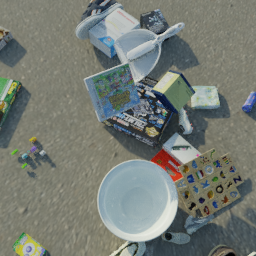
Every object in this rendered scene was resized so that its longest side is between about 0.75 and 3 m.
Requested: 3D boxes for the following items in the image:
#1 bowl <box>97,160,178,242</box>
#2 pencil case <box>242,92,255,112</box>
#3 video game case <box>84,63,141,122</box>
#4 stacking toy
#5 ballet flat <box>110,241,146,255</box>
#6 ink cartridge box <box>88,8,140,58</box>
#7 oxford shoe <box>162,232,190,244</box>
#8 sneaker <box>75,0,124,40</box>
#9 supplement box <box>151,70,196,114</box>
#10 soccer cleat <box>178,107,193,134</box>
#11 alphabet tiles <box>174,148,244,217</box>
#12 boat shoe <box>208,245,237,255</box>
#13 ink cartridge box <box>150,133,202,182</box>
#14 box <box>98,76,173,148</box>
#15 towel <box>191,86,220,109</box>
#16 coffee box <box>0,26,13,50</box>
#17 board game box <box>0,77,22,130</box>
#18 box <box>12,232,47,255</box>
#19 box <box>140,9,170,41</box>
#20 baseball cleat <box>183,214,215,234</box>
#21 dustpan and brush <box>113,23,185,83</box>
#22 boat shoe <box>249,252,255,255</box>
[{"bbox_3d":[0.325,2.607,9.974,2.749,1.236,2.749,0,66,0],"label":"bowl"},{"bbox_3d":[5.301,-1.135,12.109,0.390,0.434,1.000,28,67,24],"label":"pencil case"},{"bbox_3d":[-0.493,-1.243,9.671,1.705,0.188,1.552,-26,110,-22],"label":"video game case"},{"bbox_3d":[-3.978,1.001,11.260,1.138,0.267,0.858,-39,70,-14],"label":"stacking toy"},{"bbox_3d":[-0.437,4.570,9.326,2.525,0.906,0.906,-42,72,-16],"label":"ballet flat"},{"bbox_3d":[-0.623,-4.566,13.412,1.484,0.869,2.053,42,74,17],"label":"ink cartridge box"},{"bbox_3d":[1.704,3.884,9.922,1.017,0.294,0.382,7,63,1],"label":"oxford shoe"},{"bbox_3d":[-1.633,-5.397,13.651,1.185,1.170,2.984,42,61,12],"label":"sneaker"},{"bbox_3d":[1.446,-1.158,8.923,0.952,0.953,0.639,-49,35,-3],"label":"supplement box"},{"bbox_3d":[2.303,-0.336,11.762,0.494,0.441,1.273,-18,70,-5],"label":"soccer cleat"},{"bbox_3d":[3.082,2.047,10.588,2.510,0.079,2.088,-26,83,-11],"label":"alphabet tiles"},{"bbox_3d":[2.632,5.005,9.007,1.035,1.018,2.778,30,69,13],"label":"boat shoe"},{"bbox_3d":[2.028,1.290,11.045,1.539,0.386,1.774,-42,72,-18],"label":"ink cartridge box"},{"bbox_3d":[0.528,-0.921,11.881,2.738,0.680,2.718,24,68,10],"label":"box"},{"bbox_3d":[3.371,-1.348,12.282,1.216,0.293,1.040,0,65,0],"label":"towel"},{"bbox_3d":[-6.225,-4.282,13.515,0.643,0.454,1.138,28,69,12],"label":"coffee box"},{"bbox_3d":[-5.792,-0.998,12.128,1.411,0.316,2.693,12,66,8],"label":"board game box"},{"bbox_3d":[-3.477,4.211,9.790,1.107,0.268,0.649,30,69,14],"label":"box"},{"bbox_3d":[1.298,-4.908,13.634,1.043,0.752,1.405,-19,67,-8],"label":"box"},{"bbox_3d":[2.526,3.315,10.090,1.138,0.397,0.606,-32,69,-9],"label":"baseball cleat"},{"bbox_3d":[0.786,-2.832,9.595,2.528,0.723,1.764,-25,87,16],"label":"dustpan and brush"},{"bbox_3d":[3.653,5.229,8.796,2.648,0.992,0.819,-49,29,-17],"label":"boat shoe"}]
